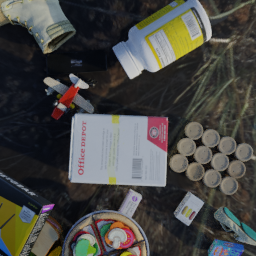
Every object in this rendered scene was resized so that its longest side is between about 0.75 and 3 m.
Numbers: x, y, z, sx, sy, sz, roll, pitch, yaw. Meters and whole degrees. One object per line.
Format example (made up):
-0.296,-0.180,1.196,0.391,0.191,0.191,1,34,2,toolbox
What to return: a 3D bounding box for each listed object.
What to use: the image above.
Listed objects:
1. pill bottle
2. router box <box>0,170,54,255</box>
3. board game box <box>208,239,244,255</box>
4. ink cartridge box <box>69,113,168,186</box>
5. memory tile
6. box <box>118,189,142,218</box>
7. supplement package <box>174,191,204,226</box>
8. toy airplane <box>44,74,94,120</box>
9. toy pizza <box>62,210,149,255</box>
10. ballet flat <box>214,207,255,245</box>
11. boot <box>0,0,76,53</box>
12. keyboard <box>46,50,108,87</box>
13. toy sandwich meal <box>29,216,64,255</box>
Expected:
1.012,-2.796,8.923,2.867,1.595,1.595,-29,87,7,pill bottle
-4.013,2.664,8.764,2.845,0.726,2.122,25,87,18,router box
3.167,3.987,9.108,0.934,0.210,0.710,11,126,2,board game box
-0.280,0.678,8.982,2.923,1.219,2.122,3,86,0,ink cartridge box
2.802,1.023,9.486,2.457,0.206,1.884,24,87,1,memory tile
-0.271,3.129,9.242,0.467,0.436,2.256,30,87,-1,box
1.997,2.652,9.242,0.518,0.499,0.911,34,88,2,supplement package
-1.949,-1.042,9.233,1.431,1.014,1.437,-13,84,-22,toy airplane
-0.692,3.983,8.749,2.750,0.436,2.750,0,88,-2,toy pizza
3.573,3.314,9.214,1.811,0.629,0.629,42,88,0,ballet flat
-3.379,-3.436,9.368,2.779,1.001,2.149,-28,90,-2,boot
-1.753,-2.001,9.656,2.107,0.217,1.339,-4,81,1,keyboard
-2.935,3.796,8.971,1.985,0.680,1.985,0,77,2,toy sandwich meal
